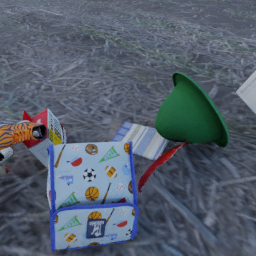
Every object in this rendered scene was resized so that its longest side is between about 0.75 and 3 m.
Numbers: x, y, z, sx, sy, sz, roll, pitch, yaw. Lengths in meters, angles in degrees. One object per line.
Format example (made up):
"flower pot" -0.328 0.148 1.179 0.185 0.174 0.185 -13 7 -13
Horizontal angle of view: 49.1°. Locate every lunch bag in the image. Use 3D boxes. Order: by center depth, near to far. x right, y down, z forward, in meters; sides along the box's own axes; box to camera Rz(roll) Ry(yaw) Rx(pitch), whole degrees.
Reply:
"lunch bag" -0.693 1.255 5.348 1.638 1.926 1.193 -1 -7 -16

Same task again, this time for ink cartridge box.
"ink cartridge box" -2.160 0.182 7.345 0.602 1.260 1.435 -29 37 4

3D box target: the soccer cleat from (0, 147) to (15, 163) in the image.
"soccer cleat" -3.182 0.732 6.802 0.978 0.336 0.417 -26 16 24

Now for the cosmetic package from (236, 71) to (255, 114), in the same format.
"cosmetic package" 4.365 -0.506 7.476 1.001 1.374 2.703 -5 51 -41

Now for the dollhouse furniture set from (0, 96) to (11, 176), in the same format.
"dollhouse furniture set" -4.007 0.120 5.306 2.001 2.012 2.855 -14 -11 6

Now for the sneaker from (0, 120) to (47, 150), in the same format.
"sneaker" -2.283 0.113 6.080 0.742 0.513 1.324 1 20 23

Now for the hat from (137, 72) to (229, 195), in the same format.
"hat" 0.915 0.155 7.344 2.522 2.865 2.373 -35 68 -1

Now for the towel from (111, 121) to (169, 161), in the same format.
"towel" 0.361 0.352 8.038 1.521 0.181 1.117 17 47 21
